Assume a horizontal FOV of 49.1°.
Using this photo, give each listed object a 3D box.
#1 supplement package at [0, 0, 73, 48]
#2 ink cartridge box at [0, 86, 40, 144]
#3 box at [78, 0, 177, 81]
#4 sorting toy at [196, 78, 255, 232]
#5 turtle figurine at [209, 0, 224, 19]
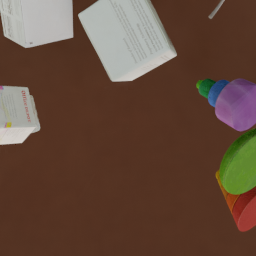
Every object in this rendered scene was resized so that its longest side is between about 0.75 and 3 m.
[{"bbox_3d":[-1.764,-2.484,5.404,0.821,1.481,1.154,33,43,30],"label":"supplement package"},{"bbox_3d":[-2.255,-0.199,4.883,1.266,0.793,0.814,-1,67,-42],"label":"ink cartridge box"},{"bbox_3d":[0.075,-1.774,5.448,1.210,1.405,1.412,-27,93,18],"label":"box"},{"bbox_3d":[1.447,0.367,3.938,0.964,2.781,0.958,-35,40,-8],"label":"sorting toy"},{"bbox_3d":[1.212,-2.613,4.891,1.566,2.176,2.110,38,34,-9],"label":"turtle figurine"}]
